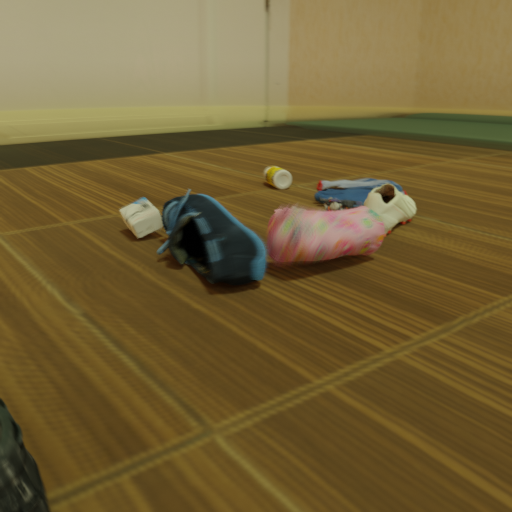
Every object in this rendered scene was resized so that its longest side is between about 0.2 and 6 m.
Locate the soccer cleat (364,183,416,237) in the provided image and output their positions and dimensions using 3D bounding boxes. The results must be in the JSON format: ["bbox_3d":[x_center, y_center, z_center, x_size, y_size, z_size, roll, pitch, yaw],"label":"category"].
[{"bbox_3d":[3.094,-1.201,12.810,0.910,1.019,2.626,10,21,27],"label":"soccer cleat"}]

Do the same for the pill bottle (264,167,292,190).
[{"bbox_3d":[0.614,-2.368,16.847,0.586,0.586,1.042,-7,20,-19],"label":"pill bottle"}]

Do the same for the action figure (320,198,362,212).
[{"bbox_3d":[1.913,-1.016,12.551,0.938,0.491,0.907,7,-6,25],"label":"action figure"}]

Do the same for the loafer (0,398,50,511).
[{"bbox_3d":[-2.829,1.420,4.938,1.154,1.193,3.399,-16,25,-42],"label":"loafer"}]

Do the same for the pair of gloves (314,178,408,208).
[{"bbox_3d":[2.858,-1.739,15.441,2.480,0.351,3.084,0,18,7],"label":"pair of gloves"}]

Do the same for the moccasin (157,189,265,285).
[{"bbox_3d":[-1.085,-0.425,10.117,1.124,1.327,3.298,-11,21,-30],"label":"moccasin"}]

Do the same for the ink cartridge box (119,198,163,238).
[{"bbox_3d":[-2.456,-0.826,11.997,0.650,0.375,0.896,-29,37,-17],"label":"ink cartridge box"}]

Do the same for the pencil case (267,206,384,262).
[{"bbox_3d":[1.251,-0.413,10.071,2.266,0.991,0.991,-4,18,-35],"label":"pencil case"}]
